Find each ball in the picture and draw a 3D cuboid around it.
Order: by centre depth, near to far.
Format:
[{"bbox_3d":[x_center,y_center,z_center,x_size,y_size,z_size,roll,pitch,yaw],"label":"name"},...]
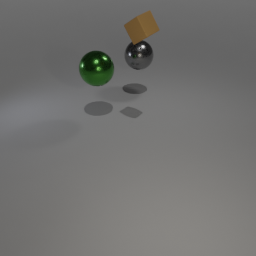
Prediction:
[{"bbox_3d":[-1.246,-2.358,11.136,1.400,1.400,1.400,0,30,0],"label":"ball"},{"bbox_3d":[0.525,-3.498,13.440,1.400,1.400,1.400,0,30,0],"label":"ball"}]

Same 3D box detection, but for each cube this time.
[{"bbox_3d":[0.444,-3.239,9.043,0.700,0.700,0.700,-40,17,-35],"label":"cube"}]
